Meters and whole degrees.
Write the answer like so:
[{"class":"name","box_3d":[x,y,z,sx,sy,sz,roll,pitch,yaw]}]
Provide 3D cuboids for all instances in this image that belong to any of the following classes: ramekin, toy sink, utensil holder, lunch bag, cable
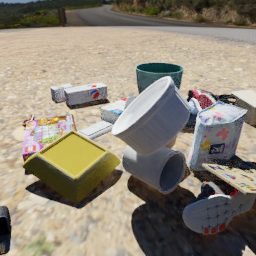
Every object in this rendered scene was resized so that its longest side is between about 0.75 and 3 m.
[{"class":"ramekin","box_3d":[0.249,-0.751,10.623,0.875,0.407,0.875,9,62,-17]},{"class":"ramekin","box_3d":[0.578,-0.237,6.637,1.882,0.917,1.882,-43,13,13]},{"class":"toy sink","box_3d":[4.951,-0.844,11.410,1.005,0.864,1.542,-9,32,-18]},{"class":"utensil holder","box_3d":[0.659,0.944,7.355,1.124,1.124,1.322,-23,30,-39]},{"class":"lunch bag","box_3d":[2.534,0.289,8.142,1.193,1.591,1.877,27,35,37]},{"class":"cable","box_3d":[4.519,-1.286,13.015,1.528,0.388,1.247,-2,20,0]}]

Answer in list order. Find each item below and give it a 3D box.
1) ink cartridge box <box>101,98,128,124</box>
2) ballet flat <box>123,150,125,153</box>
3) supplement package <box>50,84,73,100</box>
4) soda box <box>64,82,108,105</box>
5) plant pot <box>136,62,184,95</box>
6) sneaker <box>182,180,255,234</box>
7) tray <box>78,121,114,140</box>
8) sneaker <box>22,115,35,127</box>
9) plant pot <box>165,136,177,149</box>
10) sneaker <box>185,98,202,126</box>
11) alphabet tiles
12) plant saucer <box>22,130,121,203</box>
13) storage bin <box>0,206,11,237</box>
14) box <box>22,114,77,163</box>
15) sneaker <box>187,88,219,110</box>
[{"class":"ink cartridge box","box_3d":[-0.222,-0.707,11.454,0.963,0.558,1.658,18,31,34]},{"class":"ballet flat","box_3d":[0.442,0.692,8.615,1.247,0.444,0.431,11,31,23]},{"class":"supplement package","box_3d":[-3.225,-1.779,13.753,0.993,0.544,0.565,-18,30,-32]},{"class":"soda box","box_3d":[-1.983,-1.637,13.300,1.971,0.628,0.671,-15,31,-25]},{"class":"plant pot","box_3d":[1.381,-1.895,12.646,2.117,1.699,2.117,0,25,0]},{"class":"sneaker","box_3d":[1.911,1.647,6.303,2.278,0.878,0.933,-5,16,-36]},{"class":"tray","box_3d":[-1.183,0.048,10.323,0.806,0.166,1.501,21,32,35]},{"class":"sneaker","box_3d":[-3.855,-0.280,10.853,0.386,0.300,0.857,-1,27,-9]},{"class":"plant pot","box_3d":[1.040,-0.031,8.352,1.382,1.382,0.638,-26,-6,-43]},{"class":"sneaker","box_3d":[2.127,-0.694,11.187,1.368,0.753,1.868,1,30,-8]},{"class":"alphabet tiles","box_3d":[3.360,1.253,6.690,2.932,0.093,2.439,7,13,-25]},{"class":"plant saucer","box_3d":[-1.478,0.821,7.626,1.971,0.478,1.971,28,41,22]},{"class":"storage bin","box_3d":[-2.867,1.977,5.793,0.773,0.523,0.362,-7,27,-15]},{"class":"box","box_3d":[-2.518,0.311,9.288,1.686,0.482,2.465,-10,27,-12]},{"class":"sneaker","box_3d":[3.308,-1.017,11.499,1.026,1.107,2.747,-1,25,-7]}]
